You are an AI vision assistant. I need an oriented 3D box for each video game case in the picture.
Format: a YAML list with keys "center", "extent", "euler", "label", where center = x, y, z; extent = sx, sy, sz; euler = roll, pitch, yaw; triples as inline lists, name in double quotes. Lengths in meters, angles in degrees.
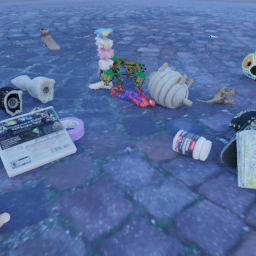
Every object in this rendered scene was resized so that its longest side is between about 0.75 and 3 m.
- center: [-3.452, 0.393, 10.168]
  extent: [2.439, 0.285, 2.217]
  euler: [-21, 62, -28]
  label: "video game case"

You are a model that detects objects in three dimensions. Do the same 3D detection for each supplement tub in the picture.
- center: [2.294, 0.627, 10.093]
  extent: [1.182, 0.829, 0.829]
  euler: [21, 37, 30]
  label: "supplement tub"

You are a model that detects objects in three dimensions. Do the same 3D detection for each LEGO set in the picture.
- center: [-0.488, -2.753, 15.294]
  extent: [2.801, 1.623, 2.154]
  euler: [-7, 54, -27]
  label: "LEGO set"

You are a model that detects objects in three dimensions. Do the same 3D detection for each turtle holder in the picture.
- center: [7.452, -3.344, 16.148]
  extent: [1.447, 1.904, 1.352]
  euler: [-21, 20, 30]
  label: "turtle holder"

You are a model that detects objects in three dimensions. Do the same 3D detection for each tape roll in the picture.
- center: [-2.436, 0.056, 11.400]
  extent: [1.286, 0.422, 1.286]
  euler: [0, 33, 0]
  label: "tape roll"

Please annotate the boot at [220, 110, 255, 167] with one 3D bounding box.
- center: [4.349, 0.272, 10.492]
  extent: [2.881, 1.040, 2.176]
  euler: [-38, 8, -2]
  label: "boot"

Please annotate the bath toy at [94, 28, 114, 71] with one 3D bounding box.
- center: [-0.941, -3.367, 12.220]
  extent: [0.709, 1.917, 0.834]
  euler: [-20, 51, -16]
  label: "bath toy"

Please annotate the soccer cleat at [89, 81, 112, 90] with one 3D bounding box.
- center: [-1.491, -2.369, 15.210]
  extent: [1.288, 0.499, 0.446]
  euler: [-2, 32, -2]
  label: "soccer cleat"

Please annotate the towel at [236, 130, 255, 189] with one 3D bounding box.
- center: [4.562, 1.022, 8.831]
  extent: [2.186, 1.871, 0.526]
  euler: [3, -12, 6]
  label: "towel"

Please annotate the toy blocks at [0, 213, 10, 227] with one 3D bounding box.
- center: [-4.131, 2.392, 6.818]
  extent: [1.405, 1.669, 1.560]
  euler: [-30, 21, 39]
  label: "toy blocks"

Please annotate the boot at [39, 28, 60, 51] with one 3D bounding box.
- center: [-3.605, -4.079, 12.812]
  extent: [1.175, 0.859, 0.413]
  euler: [22, 46, 28]
  label: "boot"

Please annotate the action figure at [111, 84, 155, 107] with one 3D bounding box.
- center: [0.297, -1.594, 13.910]
  extent: [2.572, 0.665, 0.841]
  euler: [27, 38, 33]
  label: "action figure"

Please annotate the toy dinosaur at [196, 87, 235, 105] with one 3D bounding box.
- center: [4.470, -1.440, 13.725]
  extent: [1.349, 0.767, 2.541]
  euler: [-2, 17, 38]
  label: "toy dinosaur"

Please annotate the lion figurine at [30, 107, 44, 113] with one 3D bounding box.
- center: [-4.184, -0.208, 11.396]
  extent: [2.337, 0.847, 1.431]
  euler: [-24, 7, -23]
  label: "lion figurine"

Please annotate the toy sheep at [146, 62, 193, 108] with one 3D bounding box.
- center: [1.990, -1.874, 13.236]
  extent: [1.895, 1.895, 2.748]
  euler: [-20, 46, -29]
  label: "toy sheep"

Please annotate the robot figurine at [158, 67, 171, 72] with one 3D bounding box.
- center: [2.172, -3.289, 16.622]
  extent: [0.836, 0.557, 0.986]
  euler: [-49, 48, -8]
  label: "robot figurine"

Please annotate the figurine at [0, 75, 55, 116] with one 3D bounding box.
- center: [-5.518, -1.901, 13.940]
  extent: [2.827, 1.247, 2.898]
  euler: [21, 36, 36]
  label: "figurine"
